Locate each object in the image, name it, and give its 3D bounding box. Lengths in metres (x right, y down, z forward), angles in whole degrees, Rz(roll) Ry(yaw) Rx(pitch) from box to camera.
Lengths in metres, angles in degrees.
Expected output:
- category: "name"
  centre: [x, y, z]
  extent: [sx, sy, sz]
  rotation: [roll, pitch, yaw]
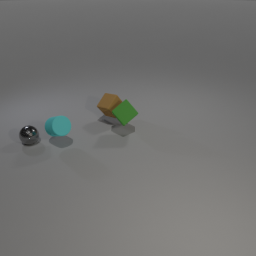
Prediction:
- category: "cube"
  centre: [-0.688, -0.908, 11.344]
  extent: [0.700, 0.700, 0.700]
  rotation: [15, 67, 41]
- category: "ball"
  centre: [-3.588, 0.256, 10.162]
  extent: [0.700, 0.700, 0.700]
  rotation: [0, 28, 0]
- category: "cylinder"
  centre: [-2.435, -0.061, 9.725]
  extent: [0.700, 0.700, 0.700]
  rotation: [-23, 12, -36]
- category: "cube"
  centre: [-0.116, -0.560, 10.469]
  extent: [0.700, 0.700, 0.700]
  rotation: [-41, 0, -3]
